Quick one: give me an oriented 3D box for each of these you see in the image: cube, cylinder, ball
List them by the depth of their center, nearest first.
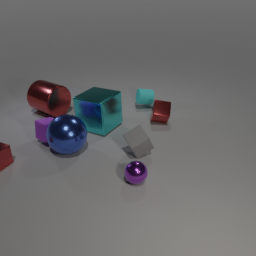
[{"bbox_3d":[0.243,1.333,8.406,0.700,0.700,0.700,0,29,0],"label":"ball"},{"bbox_3d":[-4.321,0.933,9.186,0.700,0.700,0.700,12,31,21],"label":"cube"},{"bbox_3d":[0.361,0.462,9.585,0.700,0.700,0.700,-32,51,-1],"label":"cube"},{"bbox_3d":[-2.121,0.219,9.740,1.400,1.400,1.400,0,29,0],"label":"ball"},{"bbox_3d":[-2.958,0.055,10.399,0.700,0.700,0.700,18,24,39],"label":"cube"},{"bbox_3d":[-1.186,-0.726,11.368,1.400,1.400,1.400,13,32,28],"label":"cube"},{"bbox_3d":[1.371,-0.678,11.712,0.700,0.700,0.700,9,64,-2],"label":"cube"},{"bbox_3d":[-3.510,-1.333,12.508,1.400,1.400,1.400,19,34,31],"label":"cylinder"},{"bbox_3d":[0.787,-1.458,13.032,0.700,0.700,0.700,3,28,-15],"label":"cylinder"}]
